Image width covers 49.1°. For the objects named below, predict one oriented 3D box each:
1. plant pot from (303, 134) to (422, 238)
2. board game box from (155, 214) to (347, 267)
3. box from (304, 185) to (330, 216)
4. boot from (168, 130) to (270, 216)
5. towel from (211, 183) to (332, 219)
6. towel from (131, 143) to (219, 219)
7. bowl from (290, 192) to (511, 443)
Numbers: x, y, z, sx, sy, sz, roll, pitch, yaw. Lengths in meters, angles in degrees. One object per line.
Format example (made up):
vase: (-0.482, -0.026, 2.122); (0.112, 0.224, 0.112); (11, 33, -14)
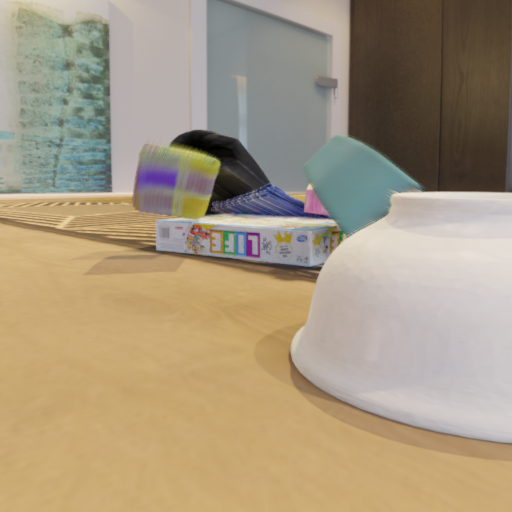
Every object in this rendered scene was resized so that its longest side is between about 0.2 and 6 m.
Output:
plant pot: (1.679, -1.042, 9.135); (1.800, 1.271, 1.272); (52, 11, 30)
board game box: (0.154, -0.401, 11.069); (3.628, 0.621, 2.439); (6, 11, 37)
box: (1.552, -1.174, 11.387); (1.031, 0.499, 0.907); (7, 22, 9)
boot: (-0.966, -1.696, 13.330); (2.970, 1.183, 3.603); (1, -14, 27)
towel: (0.314, -0.990, 12.747); (1.868, 0.308, 2.580); (23, -15, -28)
towel: (-1.476, -1.250, 10.084); (1.415, 0.224, 1.970); (10, -28, -12)
bowl: (1.793, 0.193, 4.461); (3.032, 1.363, 3.032); (1, 8, 0)
